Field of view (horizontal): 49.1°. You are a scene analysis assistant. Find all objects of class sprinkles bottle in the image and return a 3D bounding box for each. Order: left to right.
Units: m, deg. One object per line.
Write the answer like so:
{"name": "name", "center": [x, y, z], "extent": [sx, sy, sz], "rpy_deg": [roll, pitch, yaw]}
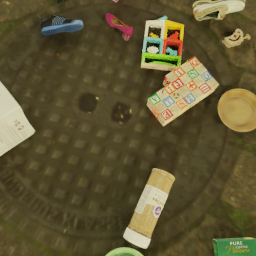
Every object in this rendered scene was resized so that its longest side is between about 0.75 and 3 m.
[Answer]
{"name": "sprinkles bottle", "center": [0.671, 2.433, 8.643], "extent": [0.791, 0.791, 2.318], "rpy_deg": [24, 75, 6]}

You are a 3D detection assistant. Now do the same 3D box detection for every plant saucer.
{"name": "plant saucer", "center": [3.880, -0.594, 9.760], "extent": [1.574, 0.279, 1.574], "rpy_deg": [0, 74, 0]}

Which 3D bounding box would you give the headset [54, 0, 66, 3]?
{"name": "headset", "center": [-2.813, -5.187, 10.999], "extent": [0.803, 0.377, 0.496], "rpy_deg": [-12, 74, -15]}

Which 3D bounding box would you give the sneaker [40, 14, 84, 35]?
{"name": "sneaker", "center": [-2.510, -3.980, 10.560], "extent": [1.621, 0.568, 0.631], "rpy_deg": [-8, 82, -1]}

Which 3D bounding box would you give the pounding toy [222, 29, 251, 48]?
{"name": "pounding toy", "center": [4.044, -3.422, 10.415], "extent": [0.949, 0.544, 0.542], "rpy_deg": [-18, 79, -5]}

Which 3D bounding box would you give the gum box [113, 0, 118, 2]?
{"name": "gum box", "center": [-1.125, -6.573, 11.059], "extent": [2.958, 0.978, 1.679], "rpy_deg": [37, 79, 10]}

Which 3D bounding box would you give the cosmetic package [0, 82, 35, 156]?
{"name": "cosmetic package", "center": [-4.642, -0.539, 8.671], "extent": [2.085, 2.098, 2.507], "rpy_deg": [-37, 77, -18]}

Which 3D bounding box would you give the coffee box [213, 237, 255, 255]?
{"name": "coffee box", "center": [3.282, 4.339, 8.289], "extent": [1.253, 0.448, 2.037], "rpy_deg": [-4, 75, -1]}

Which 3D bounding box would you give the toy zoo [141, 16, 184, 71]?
{"name": "toy zoo", "center": [1.318, -3.240, 10.526], "extent": [1.462, 0.228, 2.228], "rpy_deg": [7, 75, 2]}

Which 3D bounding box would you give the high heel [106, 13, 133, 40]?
{"name": "high heel", "center": [-0.294, -3.958, 10.469], "extent": [1.342, 0.645, 0.453], "rpy_deg": [46, 59, 6]}

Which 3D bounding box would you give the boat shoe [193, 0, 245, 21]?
{"name": "boat shoe", "center": [3.471, -4.466, 10.673], "extent": [1.936, 0.724, 0.662], "rpy_deg": [-4, 80, 7]}

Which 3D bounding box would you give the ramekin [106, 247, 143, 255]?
{"name": "ramekin", "center": [-0.101, 4.267, 8.144], "extent": [1.561, 0.763, 1.561], "rpy_deg": [0, 74, 0]}

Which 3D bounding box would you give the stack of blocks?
{"name": "stack of blocks", "center": [1.778, -1.275, 9.743], "extent": [2.282, 0.668, 1.314], "rpy_deg": [-35, 77, -9]}
